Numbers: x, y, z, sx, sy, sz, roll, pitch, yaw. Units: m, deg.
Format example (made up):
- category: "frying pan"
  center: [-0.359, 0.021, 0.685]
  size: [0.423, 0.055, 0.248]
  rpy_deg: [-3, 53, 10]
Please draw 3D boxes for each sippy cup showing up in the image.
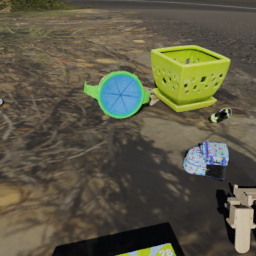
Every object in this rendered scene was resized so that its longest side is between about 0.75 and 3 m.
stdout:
- category: "sippy cup"
  center: [-0.457, -1.500, 11.525]
  size: [1.892, 2.410, 1.766]
  rpy_deg: [-47, 23, 3]

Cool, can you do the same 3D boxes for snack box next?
- category: "snack box"
  center: [-0.225, 3.065, 4.000]
  size: [2.629, 0.890, 2.217]
  rpy_deg: [-6, 31, -13]

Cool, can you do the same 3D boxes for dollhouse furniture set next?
- category: "dollhouse furniture set"
  center: [2.939, 2.001, 6.528]
  size: [1.836, 1.051, 2.153]
  rpy_deg: [1, 5, 0]

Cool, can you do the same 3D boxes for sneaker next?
- category: "sneaker"
  center: [3.643, -0.472, 10.650]
  size: [1.191, 0.427, 0.493]
  rpy_deg: [-23, 3, -30]

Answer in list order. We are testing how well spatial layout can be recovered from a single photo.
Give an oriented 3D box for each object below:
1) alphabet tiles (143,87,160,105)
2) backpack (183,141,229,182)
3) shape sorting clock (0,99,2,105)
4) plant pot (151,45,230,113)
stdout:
- category: "alphabet tiles"
  center: [0.405, -1.589, 13.254]
  size: [2.432, 0.077, 2.024]
  rpy_deg: [19, 34, 30]
- category: "backpack"
  center: [2.214, 0.889, 8.055]
  size: [1.184, 0.796, 1.081]
  rpy_deg: [7, 30, 15]
- category: "shape sorting clock"
  center: [-6.179, -1.090, 12.161]
  size: [1.323, 0.260, 1.323]
  rpy_deg: [0, 29, 0]
- category: "plant pot"
  center: [2.465, -2.072, 11.882]
  size: [2.399, 2.188, 2.411]
  rpy_deg: [-12, 33, -23]
